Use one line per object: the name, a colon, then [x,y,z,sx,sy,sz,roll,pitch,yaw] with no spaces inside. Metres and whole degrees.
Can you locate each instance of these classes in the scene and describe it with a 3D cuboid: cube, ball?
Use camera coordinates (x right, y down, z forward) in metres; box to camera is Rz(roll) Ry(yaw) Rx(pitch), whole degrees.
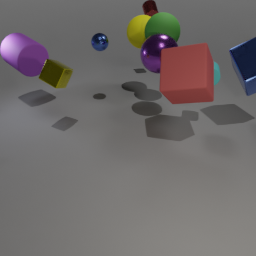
cube: [1.887,-1.641,8.821,1.400,1.400,1.400,-2,-13,25]
ball: [1.343,-3.770,10.962,1.400,1.400,1.400,0,29,0]
cube: [-2.325,-1.754,9.104,0.700,0.700,0.700,30,15,8]
ball: [0.638,-4.175,12.204,1.400,1.400,1.400,0,29,0]
ball: [1.136,-2.664,10.058,1.400,1.400,1.400,0,29,0]
ball: [-1.117,-3.411,11.131,0.700,0.700,0.700,0,29,0]
cube: [4.561,-2.205,9.837,1.400,1.400,1.400,-23,67,19]

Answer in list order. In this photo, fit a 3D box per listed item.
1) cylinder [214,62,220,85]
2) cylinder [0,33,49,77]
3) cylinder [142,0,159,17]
cylinder: [2.912,-1.938,9.986,0.700,0.700,0.700,6,35,11]
cylinder: [-4.233,-3.009,11.500,1.400,1.400,1.400,34,43,30]
cylinder: [1.119,-5.859,13.951,0.700,0.700,0.700,-7,69,-13]
